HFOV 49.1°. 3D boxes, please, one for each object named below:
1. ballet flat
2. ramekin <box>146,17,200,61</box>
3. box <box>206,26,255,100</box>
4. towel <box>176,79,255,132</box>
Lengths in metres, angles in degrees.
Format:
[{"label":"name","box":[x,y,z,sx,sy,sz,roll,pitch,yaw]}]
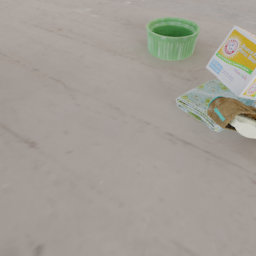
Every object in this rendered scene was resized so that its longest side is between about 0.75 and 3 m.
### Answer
[{"label":"ballet flat","box":[3.339,-0.079,7.356,2.811,0.953,1.017,15,38,-28]},{"label":"ramekin","box":[1.855,-3.787,11.908,2.218,1.083,2.218,0,41,0]},{"label":"box","box":[3.973,-1.769,8.398,2.761,1.400,1.553,2,41,-38]},{"label":"towel","box":[2.839,-0.827,8.982,2.099,0.505,1.797,-27,49,-27]}]
